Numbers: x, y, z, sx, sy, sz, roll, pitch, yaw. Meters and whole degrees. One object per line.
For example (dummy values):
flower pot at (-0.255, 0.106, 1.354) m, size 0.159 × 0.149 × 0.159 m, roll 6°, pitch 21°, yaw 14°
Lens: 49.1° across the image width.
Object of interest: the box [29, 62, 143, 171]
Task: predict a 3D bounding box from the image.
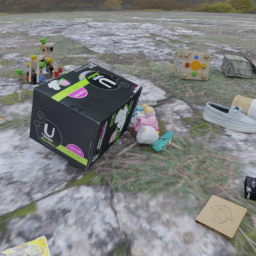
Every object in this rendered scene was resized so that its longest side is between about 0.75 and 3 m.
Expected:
box at (-1.234, -0.523, 8.755) m, size 2.174 × 1.819 × 2.927 m, roll 28°, pitch 35°, yaw 12°

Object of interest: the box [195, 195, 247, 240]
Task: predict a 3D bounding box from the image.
box at (2.131, 2.003, 6.398) m, size 0.839 × 0.109 × 1.027 m, roll 20°, pitch 35°, yaw 32°

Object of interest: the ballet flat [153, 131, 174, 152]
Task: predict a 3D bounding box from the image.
ballet flat at (1.159, 0.459, 8.995) m, size 0.966 × 0.340 × 0.325 m, roll -34°, pitch 22°, yaw -32°

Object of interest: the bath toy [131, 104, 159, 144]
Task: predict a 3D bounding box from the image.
bath toy at (0.669, -0.116, 9.701) m, size 0.780 × 0.918 × 2.112 m, roll 30°, pitch 22°, yaw -20°

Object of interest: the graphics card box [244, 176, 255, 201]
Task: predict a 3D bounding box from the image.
graphics card box at (3.483, 1.581, 7.008) m, size 1.056 × 0.269 × 0.663 m, roll 10°, pitch 31°, yaw 15°

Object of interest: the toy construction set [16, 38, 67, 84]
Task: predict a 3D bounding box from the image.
toy construction set at (-4.263, -3.450, 14.459) m, size 2.221 × 2.046 × 2.663 m, roll -25°, pitch 38°, yaw -38°

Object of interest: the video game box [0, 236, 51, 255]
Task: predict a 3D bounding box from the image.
video game box at (-2.049, 2.999, 4.069) m, size 2.244 × 0.576 × 2.463 m, roll -15°, pitch 32°, yaw -21°

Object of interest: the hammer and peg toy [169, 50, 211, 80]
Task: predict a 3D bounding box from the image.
hammer and peg toy at (3.275, -3.382, 14.907) m, size 2.081 × 1.531 × 0.734 m, roll 8°, pitch 10°, yaw 13°

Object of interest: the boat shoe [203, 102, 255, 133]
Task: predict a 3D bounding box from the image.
boat shoe at (3.779, -0.438, 10.225) m, size 2.127 × 0.757 × 0.742 m, roll 20°, pitch 34°, yaw 32°

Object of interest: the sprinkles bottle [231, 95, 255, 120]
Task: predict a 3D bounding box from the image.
sprinkles bottle at (5.154, -0.489, 10.176) m, size 2.639 × 0.901 × 0.901 m, roll 19°, pitch 34°, yaw 32°

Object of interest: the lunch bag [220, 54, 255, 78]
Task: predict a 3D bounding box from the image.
lunch bag at (6.245, -3.418, 15.474) m, size 1.805 × 1.061 × 1.480 m, roll 8°, pitch 27°, yaw 1°
